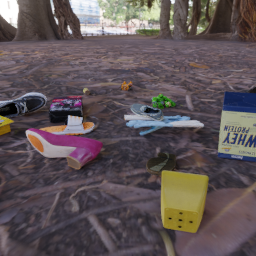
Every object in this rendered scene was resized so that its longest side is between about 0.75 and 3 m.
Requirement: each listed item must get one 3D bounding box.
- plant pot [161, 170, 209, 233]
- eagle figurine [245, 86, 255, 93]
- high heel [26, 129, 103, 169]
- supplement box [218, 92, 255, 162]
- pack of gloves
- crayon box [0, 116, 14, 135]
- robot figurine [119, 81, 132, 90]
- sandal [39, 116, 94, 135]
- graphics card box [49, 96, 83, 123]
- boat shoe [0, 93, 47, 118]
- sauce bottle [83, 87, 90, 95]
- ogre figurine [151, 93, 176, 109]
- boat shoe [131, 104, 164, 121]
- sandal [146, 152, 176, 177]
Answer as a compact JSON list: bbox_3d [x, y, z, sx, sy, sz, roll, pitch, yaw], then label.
[{"bbox_3d":[1.208,1.689,6.224,1.041,1.041,0.918,5,35,12],"label":"plant pot"},{"bbox_3d":[5.257,-1.302,10.422,2.261,2.249,2.980,5,-7,-15],"label":"eagle figurine"},{"bbox_3d":[-2.114,0.415,9.181,2.549,0.859,1.223,19,39,27],"label":"high heel"},{"bbox_3d":[3.732,-0.112,9.354,1.200,1.785,1.787,6,23,19],"label":"supplement box"},{"bbox_3d":[1.293,-0.099,11.327,2.865,0.565,2.407,0,10,-2],"label":"pack of gloves"},{"bbox_3d":[-5.658,-0.053,10.802,2.322,0.590,1.474,15,27,33],"label":"crayon box"},{"bbox_3d":[-0.110,-2.597,17.253,0.824,0.331,1.136,2,23,10],"label":"robot figurine"},{"bbox_3d":[-2.400,-0.121,10.912,2.211,0.634,0.847,-7,24,-16],"label":"sandal"},{"bbox_3d":[-2.805,-0.903,12.888,1.404,0.569,2.238,-2,24,-7],"label":"graphics card box"},{"bbox_3d":[-4.882,-0.955,12.602,2.532,0.908,0.858,-13,25,-23],"label":"boat shoe"},{"bbox_3d":[-2.439,-2.154,16.227,0.319,0.319,0.966,-8,24,-19],"label":"sauce bottle"},{"bbox_3d":[1.666,-1.298,13.871,1.259,0.618,0.755,-22,46,-13],"label":"ogre figurine"},{"bbox_3d":[0.763,-0.757,11.551,1.535,0.474,0.559,24,65,28],"label":"boat shoe"},{"bbox_3d":[0.996,1.128,8.202,0.770,0.514,1.884,11,10,12],"label":"sandal"}]
